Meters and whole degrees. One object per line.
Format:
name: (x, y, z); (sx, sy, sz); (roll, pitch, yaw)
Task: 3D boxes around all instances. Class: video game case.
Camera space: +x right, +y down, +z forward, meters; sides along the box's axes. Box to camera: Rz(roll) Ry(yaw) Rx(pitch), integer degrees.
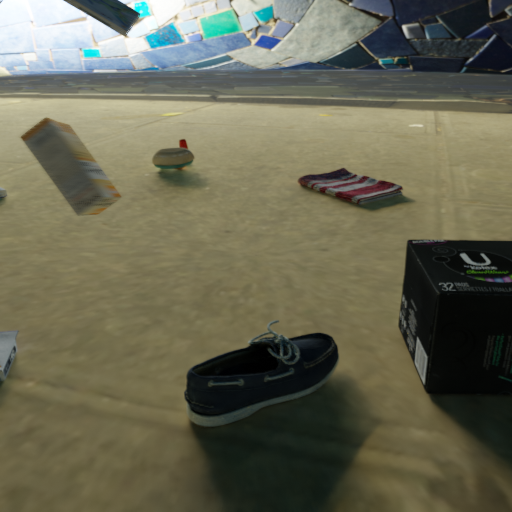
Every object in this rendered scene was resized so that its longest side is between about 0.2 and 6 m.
video game case: (-2.599, -4.241, 9.543); (1.125, 0.136, 1.234); (26, 32, -18)

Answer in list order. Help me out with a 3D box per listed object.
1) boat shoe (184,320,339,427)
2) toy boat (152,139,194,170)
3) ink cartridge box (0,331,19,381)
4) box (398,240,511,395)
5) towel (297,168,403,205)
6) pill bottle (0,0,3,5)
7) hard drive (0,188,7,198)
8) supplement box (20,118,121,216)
boat shoe: (0.116, 1.155, 6.005); (1.972, 0.610, 0.738); (-13, 26, -29)
toy boat: (-2.139, -2.684, 15.303); (1.156, 0.639, 1.375); (2, 30, 15)
ink cartridge box: (-3.258, 1.177, 6.501); (0.831, 0.182, 0.839); (-3, 25, -8)
box: (2.829, 0.650, 6.366); (2.045, 1.271, 1.519); (0, 23, 2)
towel: (2.210, -1.678, 13.258); (1.511, 0.239, 2.097); (-16, 28, -32)
pill bottle: (-4.362, -4.498, 9.169); (0.572, 1.011, 0.572); (28, 6, -3)
hard drive: (-6.522, -1.497, 12.869); (1.478, 0.188, 0.975); (21, 31, 41)
supplement box: (-2.504, -1.200, 7.691); (0.475, 1.292, 0.814); (-35, 4, 6)
